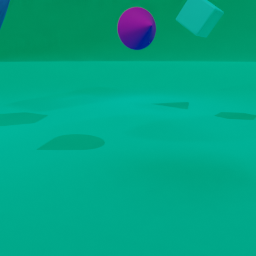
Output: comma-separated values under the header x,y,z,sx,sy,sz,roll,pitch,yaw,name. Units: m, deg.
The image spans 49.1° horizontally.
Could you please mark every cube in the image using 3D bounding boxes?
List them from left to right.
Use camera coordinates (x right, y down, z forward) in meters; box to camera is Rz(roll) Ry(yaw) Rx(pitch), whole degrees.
x,y,z,sx,sy,sz,roll,pitch,yaw,name
1.984,-3.096,7.745,0.803,0.803,0.803,45,33,18,cube

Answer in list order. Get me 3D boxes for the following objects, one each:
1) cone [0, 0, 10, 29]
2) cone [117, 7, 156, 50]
x,y,z,sx,sy,sz,roll,pitch,yaw,name
-2.880,-2.287,4.864,1.297,1.292,1.292,17,2,-35,cone
0.536,-3.421,9.495,1.481,1.481,1.486,-4,15,-16,cone
